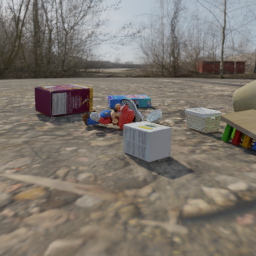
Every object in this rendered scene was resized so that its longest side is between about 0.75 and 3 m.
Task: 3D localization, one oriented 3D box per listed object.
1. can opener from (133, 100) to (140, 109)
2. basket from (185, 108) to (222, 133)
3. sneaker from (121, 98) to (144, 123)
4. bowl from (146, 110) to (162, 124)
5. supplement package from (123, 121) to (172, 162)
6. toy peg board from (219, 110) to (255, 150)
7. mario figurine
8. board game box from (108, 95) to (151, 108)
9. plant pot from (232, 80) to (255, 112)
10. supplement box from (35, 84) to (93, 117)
[{"bbox_3d":[0.256,-1.078,15.574,0.587,0.728,1.852,39,16,-6],"label":"can opener"},{"bbox_3d":[3.069,-0.330,11.493,0.890,0.810,1.313,-7,14,-25],"label":"basket"},{"bbox_3d":[0.121,-0.764,12.535,0.590,0.550,1.489,-14,58,-44],"label":"sneaker"},{"bbox_3d":[1.244,-0.450,12.696,0.775,0.348,0.775,-25,33,18],"label":"bowl"},{"bbox_3d":[0.565,0.364,8.342,0.896,0.889,1.180,-10,17,-37],"label":"supplement package"},{"bbox_3d":[4.321,0.224,9.518,1.857,0.908,1.849,-9,32,-30],"label":"toy peg board"},{"bbox_3d":[-0.773,-0.647,11.791,2.258,1.197,1.394,-1,51,27],"label":"mario figurine"},{"bbox_3d":[0.043,-1.730,17.966,2.546,0.573,1.936,-2,13,-8],"label":"board game box"},{"bbox_3d":[6.337,-1.289,12.619,2.626,2.626,2.803,-13,6,-43],"label":"plant pot"},{"bbox_3d":[-3.466,-1.565,15.337,2.670,1.378,1.748,-12,23,-43],"label":"supplement box"}]
